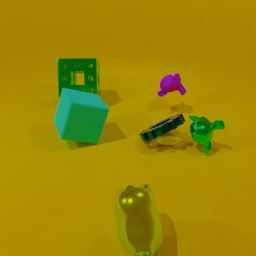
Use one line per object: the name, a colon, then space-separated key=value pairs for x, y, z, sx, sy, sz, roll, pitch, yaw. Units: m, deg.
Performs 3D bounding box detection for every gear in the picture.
gear: x=0.926 y=-0.017 z=7.601 sx=1.260 sy=0.233 sz=1.260 roll=-26 pitch=4 yaw=2

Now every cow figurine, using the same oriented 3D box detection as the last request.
cow figurine: x=0.189 y=1.679 z=4.260 sx=0.877 sy=1.598 sz=1.572 roll=-13 pitch=-2 yaw=3

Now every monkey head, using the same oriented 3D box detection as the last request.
monkey head: x=2.012 y=0.059 z=7.169 sx=0.801 sy=1.113 sz=0.671 roll=-15 pitch=15 yaw=45
monkey head: x=1.450 y=-1.352 z=9.111 sx=0.687 sy=0.820 sz=1.140 roll=-24 pitch=21 yaw=49

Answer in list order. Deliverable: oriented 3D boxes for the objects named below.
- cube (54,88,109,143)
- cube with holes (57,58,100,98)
cube: x=-1.308 y=-0.338 z=7.706 sx=1.078 sy=1.078 sz=1.078 roll=9 pitch=23 yaw=-29
cube with holes: x=-1.675 y=-1.730 z=9.832 sx=1.280 sy=1.280 sz=1.280 roll=-1 pitch=8 yaw=-1
